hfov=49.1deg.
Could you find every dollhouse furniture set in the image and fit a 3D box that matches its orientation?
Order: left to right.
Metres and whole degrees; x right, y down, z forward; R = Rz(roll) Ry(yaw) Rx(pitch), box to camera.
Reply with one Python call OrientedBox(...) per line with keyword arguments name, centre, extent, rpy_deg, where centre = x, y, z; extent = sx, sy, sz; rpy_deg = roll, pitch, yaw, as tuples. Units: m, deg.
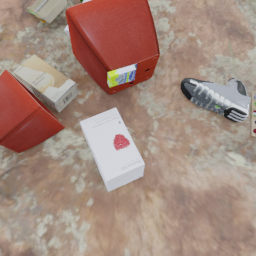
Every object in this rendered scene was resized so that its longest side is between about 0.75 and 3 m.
OrientedBox(name="dollhouse furniture set", centre=(-2.775, -5.408, 12.193), extent=(2.686, 1.348, 1.760), rpy_deg=(-48, 51, -2))

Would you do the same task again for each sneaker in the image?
OrientedBox(name="sneaker", centre=(3.226, -1.362, 10.084), extent=(2.571, 0.964, 1.485), rpy_deg=(30, 62, 3))

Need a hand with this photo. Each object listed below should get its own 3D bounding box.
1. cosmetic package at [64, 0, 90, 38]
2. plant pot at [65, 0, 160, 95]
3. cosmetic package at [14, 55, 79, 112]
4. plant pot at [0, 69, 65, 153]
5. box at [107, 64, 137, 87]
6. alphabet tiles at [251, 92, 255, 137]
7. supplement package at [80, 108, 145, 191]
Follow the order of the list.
OrientedBox(name="cosmetic package", centre=(-1.034, -4.451, 10.984), extent=(1.594, 1.146, 2.826), rpy_deg=(6, 62, 31))
OrientedBox(name="plant pot", centre=(-0.345, -2.793, 9.910), extent=(2.720, 2.723, 2.399), rpy_deg=(-24, 78, -11))
OrientedBox(name="cosmetic package", centre=(-2.974, -1.642, 10.226), extent=(2.121, 0.754, 1.116), rpy_deg=(34, 68, 15))
OrientedBox(name="plant pot", centre=(-3.563, -0.336, 9.057), extent=(1.714, 1.943, 1.945), rpy_deg=(-44, 71, -7))
OrientedBox(name="box", centre=(-0.153, -1.636, 8.743), extent=(0.976, 0.595, 0.232), rpy_deg=(-19, 69, -13))
OrientedBox(name="alphabet tiles", centre=(5.511, -0.346, 9.971), extent=(2.204, 0.083, 1.842), rpy_deg=(10, 64, 5))
OrientedBox(name="supplement package", centre=(-0.486, 0.678, 8.805), extent=(1.270, 1.254, 2.095), rpy_deg=(-23, 66, -11))
